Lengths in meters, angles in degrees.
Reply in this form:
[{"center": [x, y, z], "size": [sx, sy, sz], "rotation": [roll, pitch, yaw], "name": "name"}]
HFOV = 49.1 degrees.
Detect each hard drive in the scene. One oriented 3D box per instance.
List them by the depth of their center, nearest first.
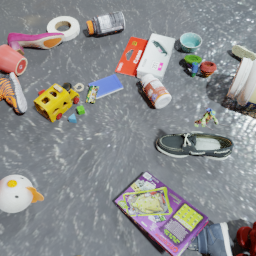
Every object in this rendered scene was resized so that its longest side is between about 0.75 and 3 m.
[{"center": [-1.025, -1.922, 12.904], "size": [1.360, 0.173, 0.897], "rotation": [-23, 62, -13], "name": "hard drive"}]

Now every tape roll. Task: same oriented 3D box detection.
[{"center": [-3.414, -5.277, 14.857], "size": [1.696, 0.310, 1.696], "rotation": [0, 58, 0], "name": "tape roll"}]

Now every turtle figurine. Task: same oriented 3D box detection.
[{"center": [2.571, -0.143, 9.016], "size": [0.629, 0.848, 0.874], "rotation": [-35, 88, -25], "name": "turtle figurine"}]

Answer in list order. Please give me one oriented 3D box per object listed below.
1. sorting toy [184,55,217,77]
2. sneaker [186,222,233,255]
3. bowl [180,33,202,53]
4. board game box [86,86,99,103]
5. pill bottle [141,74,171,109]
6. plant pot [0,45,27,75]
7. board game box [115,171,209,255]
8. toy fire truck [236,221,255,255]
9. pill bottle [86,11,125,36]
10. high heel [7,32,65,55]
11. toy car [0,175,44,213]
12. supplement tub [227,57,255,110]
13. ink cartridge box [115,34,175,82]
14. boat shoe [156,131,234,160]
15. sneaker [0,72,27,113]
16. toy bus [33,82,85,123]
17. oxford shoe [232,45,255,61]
[{"center": [3.334, -2.846, 13.281], "size": [1.655, 0.679, 0.994], "rotation": [34, 49, 32], "name": "sorting toy"}, {"center": [2.614, 4.115, 8.960], "size": [1.423, 0.749, 1.969], "rotation": [-7, 66, 4], "name": "sneaker"}, {"center": [3.119, -4.202, 14.056], "size": [1.078, 0.564, 1.078], "rotation": [0, 59, 1], "name": "bowl"}, {"center": [-1.586, -1.505, 12.529], "size": [0.432, 0.097, 0.825], "rotation": [6, 73, 24], "name": "board game box"}, {"center": [1.184, -1.650, 12.355], "size": [0.842, 0.842, 1.501], "rotation": [-24, 62, -14], "name": "pill bottle"}, {"center": [-5.440, -3.086, 13.079], "size": [1.112, 1.257, 1.257], "rotation": [27, 62, 4], "name": "plant pot"}, {"center": [1.081, 2.824, 9.511], "size": [1.679, 0.452, 2.797], "rotation": [-37, 50, -24], "name": "board game box"}, {"center": [4.473, 4.088, 8.799], "size": [1.794, 1.198, 2.136], "rotation": [24, 61, -8], "name": "toy fire truck"}, {"center": [-1.176, -5.371, 14.508], "size": [1.882, 1.000, 1.000], "rotation": [-15, 60, -9], "name": "pill bottle"}, {"center": [-4.642, -4.581, 14.081], "size": [2.822, 0.950, 1.354], "rotation": [-20, 71, 3], "name": "high heel"}, {"center": [-4.215, 2.053, 9.428], "size": [2.713, 2.400, 2.501], "rotation": [6, 47, -10], "name": "toy car"}, {"center": [5.841, -1.645, 11.624], "size": [2.853, 2.068, 2.068], "rotation": [22, 61, 13], "name": "supplement tub"}, {"center": [0.861, -3.568, 13.676], "size": [2.314, 0.581, 2.667], "rotation": [16, 60, 8], "name": "ink cartridge box"}, {"center": [2.598, 0.577, 10.973], "size": [2.932, 0.885, 1.109], "rotation": [2, 59, 1], "name": "boat shoe"}, {"center": [-5.307, -1.343, 12.234], "size": [1.354, 0.937, 2.416], "rotation": [-25, 52, -10], "name": "sneaker"}, {"center": [-2.945, -1.333, 11.998], "size": [2.045, 1.120, 2.167], "rotation": [-6, 59, -4], "name": "toy bus"}, {"center": [5.833, -3.464, 13.643], "size": [1.717, 0.646, 0.496], "rotation": [47, 34, 22], "name": "oxford shoe"}]
